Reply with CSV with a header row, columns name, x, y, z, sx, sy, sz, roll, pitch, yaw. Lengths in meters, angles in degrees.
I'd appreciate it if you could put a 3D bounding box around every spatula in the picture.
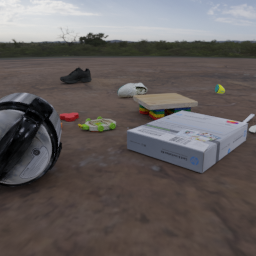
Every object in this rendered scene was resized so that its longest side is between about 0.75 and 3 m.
name,x,y,z,sx,sy,sz,roll,pitch,yaw
spatula,4.549,-0.111,9.641,1.334,0.154,1.919,13,24,36

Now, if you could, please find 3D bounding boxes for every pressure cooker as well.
name,x,y,z,sx,sy,sz,roll,pitch,yaw
pressure cooker,-2.353,0.247,5.925,1.818,1.790,2.035,-6,15,-9

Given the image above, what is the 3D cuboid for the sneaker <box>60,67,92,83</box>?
name,x,y,z,sx,sy,sz,roll,pitch,yaw
sneaker,-3.568,-3.591,19.076,2.272,1.031,0.863,-14,24,-35

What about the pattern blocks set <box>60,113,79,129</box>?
name,x,y,z,sx,sy,sz,roll,pitch,yaw
pattern blocks set,-3.374,-0.222,9.896,2.563,0.236,2.916,6,19,18

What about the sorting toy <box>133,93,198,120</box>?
name,x,y,z,sx,sy,sz,roll,pitch,yaw
sorting toy,1.403,-0.846,11.096,1.952,0.679,1.940,-5,18,-16

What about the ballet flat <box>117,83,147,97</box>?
name,x,y,z,sx,sy,sz,roll,pitch,yaw
ballet flat,0.330,-1.970,14.765,0.736,0.736,2.121,13,21,34

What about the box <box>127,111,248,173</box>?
name,x,y,z,sx,sy,sz,roll,pitch,yaw
box,1.753,0.210,7.960,2.281,0.602,2.925,15,24,37

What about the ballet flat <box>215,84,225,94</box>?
name,x,y,z,sx,sy,sz,roll,pitch,yaw
ballet flat,2.892,-1.193,8.769,0.266,0.265,0.795,18,17,8

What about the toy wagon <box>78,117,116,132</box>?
name,x,y,z,sx,sy,sz,roll,pitch,yaw
toy wagon,-1.072,-0.100,9.494,1.292,0.256,1.002,-12,21,-31
